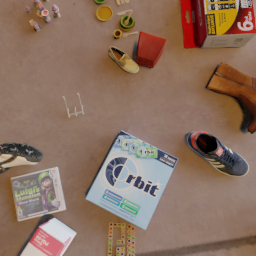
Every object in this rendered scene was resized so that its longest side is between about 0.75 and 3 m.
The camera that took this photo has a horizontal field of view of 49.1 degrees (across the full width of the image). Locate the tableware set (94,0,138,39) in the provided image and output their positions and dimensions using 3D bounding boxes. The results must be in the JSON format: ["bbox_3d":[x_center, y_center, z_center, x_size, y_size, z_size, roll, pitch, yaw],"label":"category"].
[{"bbox_3d":[-0.514,-4.433,10.809,1.407,0.321,2.089,-15,82,-2],"label":"tableware set"}]

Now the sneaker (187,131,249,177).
[{"bbox_3d":[3.137,0.900,9.600,2.386,1.008,0.895,30,82,4],"label":"sneaker"}]

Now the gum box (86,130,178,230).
[{"bbox_3d":[0.155,1.743,9.594,2.220,0.582,2.613,27,77,5],"label":"gum box"}]

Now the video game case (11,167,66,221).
[{"bbox_3d":[-3.139,2.295,9.787,1.672,0.195,1.520,-13,81,-2],"label":"video game case"}]

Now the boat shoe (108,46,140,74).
[{"bbox_3d":[-0.174,-2.518,10.416,1.396,0.477,0.522,35,83,5],"label":"boat shoe"}]

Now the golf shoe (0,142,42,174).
[{"bbox_3d":[-4.409,1.194,9.649,2.925,1.137,1.382,5,98,3],"label":"golf shoe"}]

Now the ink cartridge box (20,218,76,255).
[{"bbox_3d":[-2.790,4.181,8.696,0.977,1.729,2.360,33,82,6],"label":"ink cartridge box"}]

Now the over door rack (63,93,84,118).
[{"bbox_3d":[-1.967,-0.836,10.219,0.598,0.269,0.809,-13,102,-2],"label":"over door rack"}]

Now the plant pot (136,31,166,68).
[{"bbox_3d":[0.745,-2.764,10.185,0.980,0.979,0.864,18,79,3],"label":"plant pot"}]

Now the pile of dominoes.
[{"bbox_3d":[-0.211,3.860,9.538,0.939,0.192,1.204,2,81,0],"label":"pile of dominoes"}]

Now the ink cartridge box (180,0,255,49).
[{"bbox_3d":[3.240,-4.434,10.393,2.367,1.130,2.696,-4,81,0],"label":"ink cartridge box"}]

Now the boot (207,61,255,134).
[{"bbox_3d":[3.952,-1.116,10.051,2.266,0.776,2.134,25,82,5],"label":"boot"}]

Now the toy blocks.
[{"bbox_3d":[-3.342,-4.516,10.468,1.203,1.013,1.125,-35,83,-5],"label":"toy blocks"}]
